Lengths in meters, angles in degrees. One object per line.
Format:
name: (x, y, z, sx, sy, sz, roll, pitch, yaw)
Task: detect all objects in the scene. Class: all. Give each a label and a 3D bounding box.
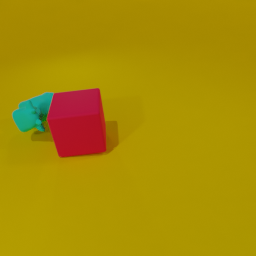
cube: (-1.258, -0.156, 7.259, 1.237, 1.237, 1.237, -7, 37, -1)
cow figurine: (-2.458, -0.499, 7.860, 1.653, 0.908, 1.627, -34, 22, -34)
